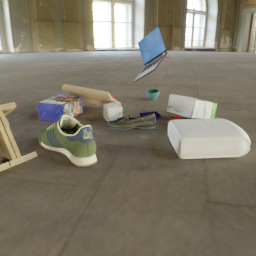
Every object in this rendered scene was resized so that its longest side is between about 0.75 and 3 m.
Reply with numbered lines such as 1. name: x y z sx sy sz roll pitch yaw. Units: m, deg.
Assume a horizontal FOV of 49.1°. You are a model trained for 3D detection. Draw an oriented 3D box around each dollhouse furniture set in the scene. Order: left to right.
1. dollhouse furniture set: -4.192 0.551 8.206 2.427 1.710 1.701 -22 0 43

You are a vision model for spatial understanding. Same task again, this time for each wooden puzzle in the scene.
1. wooden puzzle: -1.609 -1.534 13.121 2.266 0.456 2.450 11 -5 10

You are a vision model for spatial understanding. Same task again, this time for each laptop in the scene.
1. laptop: 0.696 -2.820 10.896 1.604 0.929 1.501 -55 18 -26

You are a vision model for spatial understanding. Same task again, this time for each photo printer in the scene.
1. photo printer: 2.676 0.296 9.323 2.384 0.828 1.983 -1 20 -3

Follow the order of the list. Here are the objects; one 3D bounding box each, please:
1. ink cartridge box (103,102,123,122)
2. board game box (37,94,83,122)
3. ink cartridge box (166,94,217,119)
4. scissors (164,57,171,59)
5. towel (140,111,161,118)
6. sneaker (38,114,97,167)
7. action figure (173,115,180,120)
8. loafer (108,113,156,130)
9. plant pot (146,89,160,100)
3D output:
1. ink cartridge box: -0.681 -0.700 12.323 0.663 0.660 0.904 -7 21 -17
2. board game box: -3.040 -0.927 12.720 1.334 0.811 1.674 6 21 17
3. ink cartridge box: 2.758 -0.894 12.078 1.849 0.809 1.344 -1 16 -44
4. scissors: 1.758 -3.421 13.549 0.871 0.061 0.319 -7 26 -44
5. towel: 1.012 -0.538 12.609 0.827 0.205 0.611 -8 28 -20
6. sneaker: -2.000 0.143 9.037 0.981 1.313 2.926 -18 26 -40
7. action figure: 1.872 -0.094 11.242 0.348 0.527 1.065 11 45 20
8. loafer: 0.159 -0.311 11.316 1.958 0.616 0.703 0 20 -1
9. plant pot: 1.379 -1.831 15.623 0.754 0.508 0.754 -1 26 1
